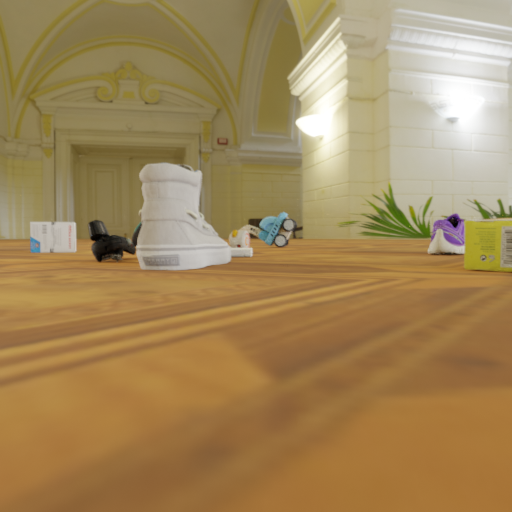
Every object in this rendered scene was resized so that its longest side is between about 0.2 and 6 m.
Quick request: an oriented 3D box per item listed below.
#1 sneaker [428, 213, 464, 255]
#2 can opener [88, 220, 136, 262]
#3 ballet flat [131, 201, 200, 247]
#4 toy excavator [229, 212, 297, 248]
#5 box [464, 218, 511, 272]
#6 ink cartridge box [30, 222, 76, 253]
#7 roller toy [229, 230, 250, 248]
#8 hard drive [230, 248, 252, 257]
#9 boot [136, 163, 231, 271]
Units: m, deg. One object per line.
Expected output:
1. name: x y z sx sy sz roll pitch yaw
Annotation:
1. sneaker: 3.931 -0.418 10.832 0.766 0.792 1.899 2 2 36
2. can opener: -2.024 -0.148 8.215 0.495 0.614 1.561 -8 -7 2
3. ballet flat: -2.345 -0.846 14.602 2.758 1.008 1.008 -44 -23 29
4. toy excavator: 0.203 -0.723 16.628 1.628 1.583 0.813 29 7 7
5. box: 3.277 -0.140 6.463 0.863 0.575 2.293 3 3 43
6. ink cartridge box: -4.294 -0.392 11.869 0.890 0.652 0.382 -1 2 -15
7. roller toy: -0.369 -0.310 12.048 0.361 0.471 0.516 1 -2 18
8. hard drive: -0.663 -0.059 9.744 1.169 0.156 0.771 1 3 1
9. boot: -0.860 -0.525 7.196 0.981 1.274 2.666 0 2 2
